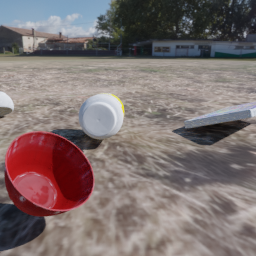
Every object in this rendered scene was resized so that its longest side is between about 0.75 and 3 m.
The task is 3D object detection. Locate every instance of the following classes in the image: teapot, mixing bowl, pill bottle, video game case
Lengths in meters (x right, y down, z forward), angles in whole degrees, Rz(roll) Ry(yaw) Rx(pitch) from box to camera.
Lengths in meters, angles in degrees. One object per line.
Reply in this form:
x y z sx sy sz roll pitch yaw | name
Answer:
-4.595 -0.932 9.771 1.114 0.825 1.129 -4 -17 -43 | teapot
-1.186 0.742 3.921 1.264 0.685 1.264 29 33 -21 | mixing bowl
-0.663 -0.343 7.401 1.112 1.112 2.036 0 10 1 | pill bottle
3.321 -0.493 8.691 2.013 0.253 2.812 -11 4 44 | video game case
